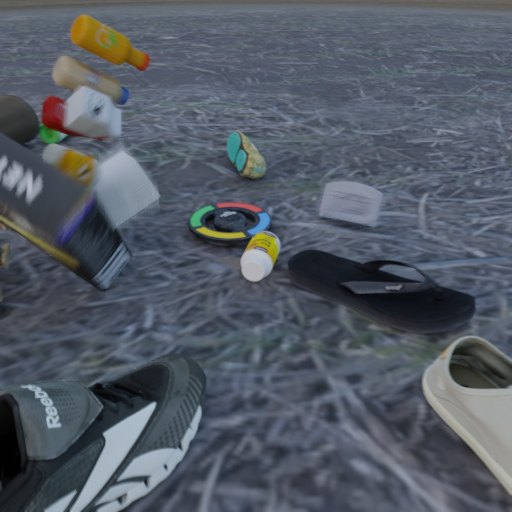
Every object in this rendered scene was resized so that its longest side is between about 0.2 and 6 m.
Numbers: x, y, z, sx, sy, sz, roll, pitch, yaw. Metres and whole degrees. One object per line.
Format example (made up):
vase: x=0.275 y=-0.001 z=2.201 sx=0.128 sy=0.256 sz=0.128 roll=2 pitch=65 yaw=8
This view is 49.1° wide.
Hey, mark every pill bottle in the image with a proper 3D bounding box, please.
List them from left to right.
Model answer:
pill bottle: x=0.060 y=0.017 z=9.148 sx=0.520 sy=0.520 sz=0.952 roll=7 pitch=30 yaw=12

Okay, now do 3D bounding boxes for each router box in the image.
router box: x=-3.307 y=-0.834 z=7.774 sx=2.920 sy=2.296 sz=0.763 roll=31 pitch=73 yaw=10

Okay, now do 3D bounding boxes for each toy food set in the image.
toy food set: x=-2.465 y=-2.141 z=8.743 sx=1.245 sy=2.766 sz=1.320 roll=15 pitch=-28 yaw=-43

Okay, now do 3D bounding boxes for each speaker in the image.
speaker: x=-5.281 y=-3.532 z=15.203 sx=0.653 sy=0.653 sz=1.477 roll=5 pitch=30 yaw=9

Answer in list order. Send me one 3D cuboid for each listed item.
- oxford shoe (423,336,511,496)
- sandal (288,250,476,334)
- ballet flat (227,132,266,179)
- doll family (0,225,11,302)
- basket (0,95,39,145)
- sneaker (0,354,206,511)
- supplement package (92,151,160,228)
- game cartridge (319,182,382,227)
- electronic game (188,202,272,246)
oxford shoe: x=2.924 y=1.863 z=5.599 sx=1.168 sy=0.897 sz=3.107 roll=-13 pitch=34 yaw=-27
sandal: x=1.765 y=0.405 z=8.369 sx=2.898 sy=0.620 sz=1.102 roll=16 pitch=34 yaw=26
ballet flat: x=-0.211 y=-2.344 z=13.211 sx=0.732 sy=0.732 sz=2.071 roll=-6 pitch=30 yaw=-10
doll family: x=-4.584 y=0.170 z=8.514 sx=1.410 sy=0.957 sz=2.439 roll=-3 pitch=33 yaw=-15
basket: x=-6.651 y=-3.069 z=13.827 sx=1.702 sy=1.284 sz=1.887 roll=3 pitch=32 yaw=26
sneaker: x=-1.699 y=1.700 z=5.159 sx=1.164 sy=1.585 sz=3.502 roll=22 pitch=36 yaw=31
supplement package: x=-2.547 y=-1.043 z=9.627 sx=1.385 sy=0.768 sz=1.079 roll=-36 pitch=30 yaw=-10
game cartridge: x=1.805 y=-1.019 z=10.661 sx=1.126 sy=0.750 sz=0.230 roll=15 pitch=6 yaw=30
electronic game: x=-0.484 y=-0.634 z=10.469 sx=1.574 sy=0.328 sz=1.574 roll=0 pitch=30 yaw=0
